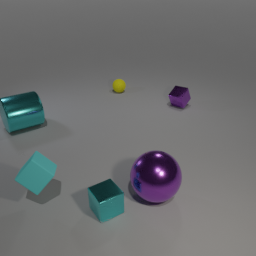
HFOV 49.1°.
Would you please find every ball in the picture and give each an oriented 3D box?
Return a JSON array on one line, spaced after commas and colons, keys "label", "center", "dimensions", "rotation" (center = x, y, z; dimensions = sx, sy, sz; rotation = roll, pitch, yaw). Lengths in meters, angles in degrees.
[{"label": "ball", "center": [0.756, 1.308, 7.609], "dimensions": [1.400, 1.400, 1.400], "rotation": [0, 29, 0]}, {"label": "ball", "center": [-0.469, -2.230, 14.759], "dimensions": [0.700, 0.700, 0.700], "rotation": [0, 29, 0]}]

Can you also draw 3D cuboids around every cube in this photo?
[{"label": "cube", "center": [2.413, -1.455, 13.085], "dimensions": [0.700, 0.700, 0.700], "rotation": [19, 60, 37]}, {"label": "cube", "center": [-0.570, 1.878, 7.292], "dimensions": [0.700, 0.700, 0.700], "rotation": [-18, 34, -29]}, {"label": "cube", "center": [-2.361, 1.149, 7.254], "dimensions": [0.700, 0.700, 0.700], "rotation": [40, 6, -15]}]

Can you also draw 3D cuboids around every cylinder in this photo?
[{"label": "cylinder", "center": [-4.245, -0.653, 11.168], "dimensions": [1.400, 1.400, 1.400], "rotation": [-18, 34, -30]}]
